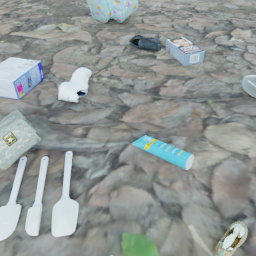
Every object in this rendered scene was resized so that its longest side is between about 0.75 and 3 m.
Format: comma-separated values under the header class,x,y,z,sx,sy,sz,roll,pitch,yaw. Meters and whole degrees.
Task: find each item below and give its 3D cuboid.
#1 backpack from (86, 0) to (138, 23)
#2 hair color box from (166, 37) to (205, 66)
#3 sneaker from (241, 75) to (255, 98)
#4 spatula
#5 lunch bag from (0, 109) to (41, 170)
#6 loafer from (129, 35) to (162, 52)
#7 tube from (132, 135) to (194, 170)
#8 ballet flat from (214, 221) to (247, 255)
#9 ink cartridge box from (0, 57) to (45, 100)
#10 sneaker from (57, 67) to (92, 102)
class,x,y,z,sx,sy,sz,roll,pitch,yaw
backpack,-0.925,-6.992,14.985,2.892,2.542,2.217,28,62,37
hair color box,2.322,-3.206,11.619,0.849,0.520,1.716,-13,38,-16
sneaker,4.674,-1.317,9.067,2.034,0.715,0.815,13,31,6
spatula,-1.822,1.327,5.941,1.560,0.180,2.243,-8,37,-1
lunch bag,-2.614,0.259,6.360,1.037,0.743,1.264,-41,39,-12
loafer,0.741,-3.635,12.171,0.620,0.600,1.767,-28,40,-26
tube,0.855,0.548,6.828,1.505,0.379,0.583,23,29,34
ballet flat,1.872,1.940,4.959,0.344,0.318,0.974,27,44,31
ink cartridge box,-3.788,-1.803,9.576,1.302,0.729,1.909,10,40,14
sneaker,-1.604,-1.366,9.225,0.773,0.661,1.775,22,47,8
